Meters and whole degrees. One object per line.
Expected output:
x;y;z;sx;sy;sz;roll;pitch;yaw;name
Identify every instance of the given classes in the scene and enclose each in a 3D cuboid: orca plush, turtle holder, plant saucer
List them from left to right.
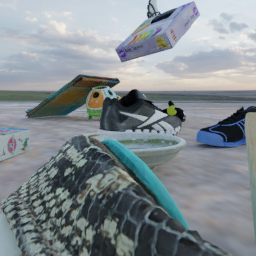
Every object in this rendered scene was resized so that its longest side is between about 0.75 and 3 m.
-0.775;-0.899;9.521;1.436;1.020;1.091;-20;24;-40;turtle holder
-0.023;0.287;3.253;1.361;0.342;1.361;0;7;0;plant saucer
1.194;-0.545;8.956;1.885;0.670;0.991;-4;8;-30;orca plush

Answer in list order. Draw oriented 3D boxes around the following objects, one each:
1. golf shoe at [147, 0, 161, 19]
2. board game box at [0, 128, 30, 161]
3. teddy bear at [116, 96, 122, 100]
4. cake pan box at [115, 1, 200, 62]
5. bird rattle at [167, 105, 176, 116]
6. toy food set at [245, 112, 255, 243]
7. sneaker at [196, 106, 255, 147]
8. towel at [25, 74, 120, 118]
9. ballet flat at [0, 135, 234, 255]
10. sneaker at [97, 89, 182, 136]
1.092;-4.011;10.367;0.830;1.757;0.683;1;-4;11;golf shoe
-1.952;0.232;3.734;0.814;0.354;1.103;2;6;9;board game box
-0.952;-1.166;13.712;1.802;0.830;2.486;-5;8;-22;teddy bear
0.758;-2.422;7.065;1.638;0.465;1.778;0;42;44;cake pan box
0.685;-0.099;6.698;1.084;0.611;0.884;-20;5;-31;bird rattle
1.819;0.547;0.777;2.882;0.578;1.990;9;17;22;toy food set
1.895;-0.051;4.813;1.665;0.649;0.584;-3;8;-24;sneaker
-1.985;-1.116;10.097;2.974;0.323;2.181;-26;-9;31;towel
0.016;0.491;0.367;0.834;0.751;2.215;-24;18;-23;ballet flat
0.316;-0.254;5.271;2.095;0.948;0.696;-5;9;-41;sneaker
